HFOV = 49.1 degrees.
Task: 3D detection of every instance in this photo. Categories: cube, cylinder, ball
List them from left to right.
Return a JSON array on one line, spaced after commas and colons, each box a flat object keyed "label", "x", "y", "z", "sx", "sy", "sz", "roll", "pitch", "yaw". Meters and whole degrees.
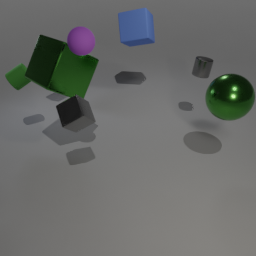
[{"label": "cylinder", "x": -3.836, "y": -1.814, "z": 9.928, "sx": 0.700, "sy": 0.700, "sz": 0.700, "roll": -36, "pitch": 35, "yaw": 1}, {"label": "cube", "x": -2.031, "y": -1.827, "z": 8.588, "sx": 1.400, "sy": 1.400, "sz": 1.400, "roll": 28, "pitch": 8, "yaw": 39}, {"label": "cube", "x": -1.437, "y": -0.385, "z": 7.743, "sx": 0.700, "sy": 0.700, "sz": 0.700, "roll": -27, "pitch": 69, "yaw": 14}, {"label": "ball", "x": -1.174, "y": -2.176, "z": 7.023, "sx": 0.700, "sy": 0.700, "sz": 0.700, "roll": 0, "pitch": 30, "yaw": 0}, {"label": "cube", "x": 0.445, "y": -4.873, "z": 13.710, "sx": 1.400, "sy": 1.400, "sz": 1.400, "roll": -3, "pitch": 7, "yaw": 19}, {"label": "cylinder", "x": 2.962, "y": -2.418, "z": 11.133, "sx": 0.700, "sy": 0.700, "sz": 0.700, "roll": 7, "pitch": 28, "yaw": -4}, {"label": "ball", "x": 3.030, "y": -0.915, "z": 8.360, "sx": 1.400, "sy": 1.400, "sz": 1.400, "roll": 0, "pitch": 30, "yaw": 0}]
